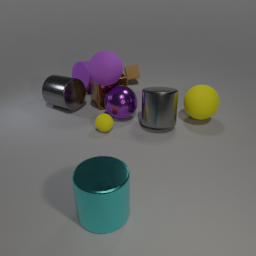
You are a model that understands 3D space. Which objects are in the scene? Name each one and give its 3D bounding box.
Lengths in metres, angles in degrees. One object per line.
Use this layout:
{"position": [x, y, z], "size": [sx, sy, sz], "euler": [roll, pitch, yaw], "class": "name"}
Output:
{"position": [-0.288, -1.075, 11.741], "size": [1.400, 1.400, 1.400], "euler": [0, 31, 0], "class": "ball"}
{"position": [-1.884, -2.691, 14.221], "size": [1.400, 1.400, 1.400], "euler": [25, 28, 36], "class": "cylinder"}
{"position": [-2.856, -1.605, 12.531], "size": [1.400, 1.400, 1.400], "euler": [15, 34, 32], "class": "cylinder"}
{"position": [-0.925, -0.210, 10.909], "size": [0.700, 0.700, 0.700], "euler": [0, 31, 0], "class": "ball"}
{"position": [0.219, -2.993, 15.132], "size": [0.700, 0.700, 0.700], "euler": [-13, 7, -2], "class": "cube"}
{"position": [1.239, -0.833, 11.068], "size": [1.400, 1.400, 1.400], "euler": [1, 17, 0], "class": "cylinder"}
{"position": [-0.915, -1.857, 13.063], "size": [1.400, 1.400, 1.400], "euler": [-11, 32, -18], "class": "cube"}
{"position": [-0.906, -2.443, 11.459], "size": [1.400, 1.400, 1.400], "euler": [0, 31, 0], "class": "ball"}
{"position": [-0.648, 1.666, 7.117], "size": [1.400, 1.400, 1.400], "euler": [0, 31, 0], "class": "cylinder"}
{"position": [2.966, -1.043, 11.341], "size": [1.400, 1.400, 1.400], "euler": [0, 31, 0], "class": "ball"}
